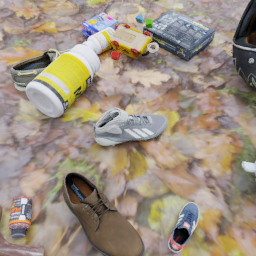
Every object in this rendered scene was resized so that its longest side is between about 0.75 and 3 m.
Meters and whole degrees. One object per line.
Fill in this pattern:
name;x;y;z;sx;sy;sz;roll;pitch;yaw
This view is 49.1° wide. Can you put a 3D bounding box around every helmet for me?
helmet;4.531;-2.433;8.195;2.946;2.808;2.946;19;10;-3

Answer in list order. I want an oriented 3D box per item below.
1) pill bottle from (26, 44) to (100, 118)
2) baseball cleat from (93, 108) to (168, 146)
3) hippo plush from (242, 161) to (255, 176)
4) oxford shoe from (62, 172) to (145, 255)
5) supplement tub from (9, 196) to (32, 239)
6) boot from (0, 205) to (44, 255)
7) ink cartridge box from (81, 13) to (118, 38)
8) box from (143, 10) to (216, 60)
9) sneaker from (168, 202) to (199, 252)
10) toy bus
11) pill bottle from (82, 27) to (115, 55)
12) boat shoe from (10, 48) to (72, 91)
pill bottle;-1.857;-1.467;8.409;1.256;1.256;2.197;25;58;18
baseball cleat;0.134;-0.106;7.478;2.128;1.132;0.742;-17;53;-14
hippo plush;3.920;0.697;6.163;2.112;2.651;2.132;20;61;41
oxford shoe;-0.647;1.882;6.002;2.481;1.047;0.901;36;60;25
supplement tub;-2.413;2.001;6.290;0.462;0.462;0.864;-6;52;-5
boot;-2.381;2.423;5.941;1.534;0.493;1.430;6;66;8
ink cartridge box;-1.140;-3.781;10.701;0.913;0.511;1.338;38;63;25
box;1.886;-3.522;10.461;2.139;0.546;1.687;35;61;25
sneaker;1.277;2.125;6.130;0.445;0.502;1.188;24;59;14
toy bus;0.234;-2.883;9.738;1.620;0.887;1.717;-15;66;13
pill bottle;-1.015;-3.053;10.024;1.212;0.673;0.673;-36;61;-24
boat shoe;-2.542;-2.094;9.218;2.615;0.782;0.934;-30;58;-21
